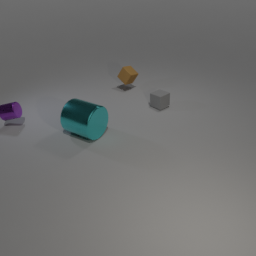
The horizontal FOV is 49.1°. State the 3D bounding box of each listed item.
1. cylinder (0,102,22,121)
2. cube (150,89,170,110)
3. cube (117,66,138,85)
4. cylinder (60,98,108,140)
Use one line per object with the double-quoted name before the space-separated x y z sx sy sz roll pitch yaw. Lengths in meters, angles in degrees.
"cylinder" -4.997 -0.713 11.905 0.700 0.700 0.700 -10 30 11
"cube" 1.552 -1.388 13.622 0.700 0.700 0.700 -26 37 -35
"cube" -0.006 -2.860 15.161 0.700 0.700 0.700 48 38 16
"cylinder" -1.736 -0.367 11.270 1.400 1.400 1.400 17 35 27
